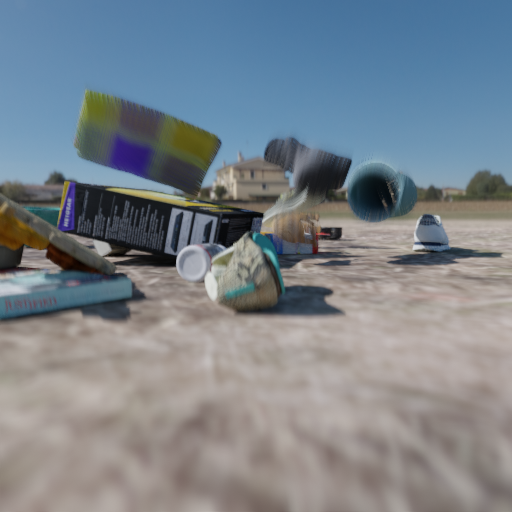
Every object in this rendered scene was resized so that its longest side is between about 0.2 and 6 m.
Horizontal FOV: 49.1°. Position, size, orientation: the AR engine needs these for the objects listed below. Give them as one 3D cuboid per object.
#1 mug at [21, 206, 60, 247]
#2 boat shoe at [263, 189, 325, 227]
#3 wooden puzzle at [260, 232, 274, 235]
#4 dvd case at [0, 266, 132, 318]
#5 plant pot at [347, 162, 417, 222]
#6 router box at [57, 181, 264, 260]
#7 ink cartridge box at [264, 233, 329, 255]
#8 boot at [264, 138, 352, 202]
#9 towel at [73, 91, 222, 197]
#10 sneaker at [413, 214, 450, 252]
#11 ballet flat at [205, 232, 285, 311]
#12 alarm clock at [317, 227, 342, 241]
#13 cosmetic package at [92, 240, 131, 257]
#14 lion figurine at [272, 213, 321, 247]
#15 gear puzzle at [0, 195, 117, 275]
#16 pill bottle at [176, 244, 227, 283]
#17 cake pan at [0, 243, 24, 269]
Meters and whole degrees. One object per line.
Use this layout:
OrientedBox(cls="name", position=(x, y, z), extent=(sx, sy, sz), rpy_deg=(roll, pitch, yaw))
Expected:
OrientedBox(cls="mug", position=(-5.439, -0.701, 13.715), extent=(1.266, 0.952, 1.540), rpy_deg=(8, 8, 31))
OrientedBox(cls="boat shoe", position=(0.862, -1.275, 13.599), extent=(1.683, 0.503, 0.602), rpy_deg=(-30, -32, 14))
OrientedBox(cls="wooden puzzle", position=(0.046, -0.462, 14.496), extent=(1.967, 0.396, 2.126), rpy_deg=(2, 5, 22))
OrientedBox(cls="dvd case", position=(-2.648, 0.330, 5.834), extent=(2.228, 0.245, 1.626), rpy_deg=(2, 5, 36))
OrientedBox(cls="plant pot", position=(2.698, -1.281, 11.622), extent=(1.199, 1.199, 1.174), rpy_deg=(4, 3, 38))
OrientedBox(cls="router box", position=(-1.570, -0.654, 10.688), extent=(2.784, 0.925, 3.541), rpy_deg=(12, 7, 10))
OrientedBox(cls="ink cartridge box", position=(0.859, -0.269, 11.904), extent=(1.280, 0.430, 0.744), rpy_deg=(-1, 5, -9))
OrientedBox(cls="boot", position=(0.756, -1.696, 10.542), extent=(1.519, 0.805, 2.307), rpy_deg=(26, 18, 19))
OrientedBox(cls="towel", position=(-2.255, -2.232, 11.518), extent=(2.828, 0.322, 2.031), rpy_deg=(19, -33, -16))
OrientedBox(cls="sneaker", position=(4.073, -0.543, 12.933), extent=(0.790, 0.832, 2.067), rpy_deg=(0, 3, 20))
OrientedBox(cls="ballet flat", position=(-0.147, 0.160, 5.822), extent=(0.787, 0.709, 2.091), rpy_deg=(-17, 6, 3))
OrientedBox(cls="alarm clock", position=(2.244, -0.700, 17.229), extent=(0.863, 0.426, 1.280), rpy_deg=(2, 7, 24))
OrientedBox(cls="cosmetic package", position=(-2.842, -0.226, 11.189), extent=(0.333, 0.395, 0.764), rpy_deg=(-29, -9, 23))
OrientedBox(cls="lion figurine", position=(0.691, -0.525, 9.845), extent=(0.835, 0.494, 1.363), rpy_deg=(15, 11, 0))
OrientedBox(cls="gear puzzle", position=(-2.530, -0.171, 6.377), extent=(1.868, 0.472, 3.606), rpy_deg=(33, -8, -10))
OrientedBox(cls="pill bottle", position=(-0.667, 0.080, 7.405), extent=(0.478, 0.478, 0.825), rpy_deg=(2, 5, 19))
OrientedBox(cls="cake pan", position=(-3.699, -0.006, 6.835), extent=(1.758, 0.322, 1.758), rpy_deg=(-1, 4, 0))
